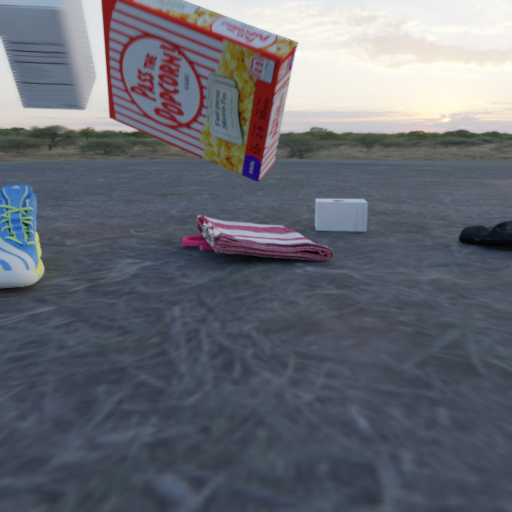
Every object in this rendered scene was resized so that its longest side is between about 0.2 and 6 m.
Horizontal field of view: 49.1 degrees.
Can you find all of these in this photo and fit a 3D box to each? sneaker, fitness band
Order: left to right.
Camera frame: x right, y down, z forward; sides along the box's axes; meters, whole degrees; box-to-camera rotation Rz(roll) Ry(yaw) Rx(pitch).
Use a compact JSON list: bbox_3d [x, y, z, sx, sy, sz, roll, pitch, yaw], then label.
[{"bbox_3d":[-3.665,-0.348,8.197,0.957,1.328,2.528,-5,13,-21],"label":"sneaker"},{"bbox_3d":[-0.898,-0.261,10.535,0.972,0.182,0.698,-4,13,-24],"label":"fitness band"}]

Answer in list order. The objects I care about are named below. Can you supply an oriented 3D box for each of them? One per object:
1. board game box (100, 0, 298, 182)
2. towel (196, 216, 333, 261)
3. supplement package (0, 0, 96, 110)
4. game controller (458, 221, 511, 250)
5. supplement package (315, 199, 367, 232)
[{"bbox_3d":[-0.885,-2.463,8.010,2.685,2.034,0.622,25,50,12],"label":"board game box"},{"bbox_3d":[0.020,-0.380,10.299,1.993,0.315,2.767,5,10,-15],"label":"towel"},{"bbox_3d":[-3.242,-3.302,8.747,1.031,1.722,1.044,2,49,-2],"label":"supplement package"},{"bbox_3d":[5.251,-0.453,11.000,2.571,0.541,1.341,-6,-1,-28],"label":"game controller"},{"bbox_3d":[1.868,-0.912,12.421,1.099,0.658,0.666,1,12,3],"label":"supplement package"}]
